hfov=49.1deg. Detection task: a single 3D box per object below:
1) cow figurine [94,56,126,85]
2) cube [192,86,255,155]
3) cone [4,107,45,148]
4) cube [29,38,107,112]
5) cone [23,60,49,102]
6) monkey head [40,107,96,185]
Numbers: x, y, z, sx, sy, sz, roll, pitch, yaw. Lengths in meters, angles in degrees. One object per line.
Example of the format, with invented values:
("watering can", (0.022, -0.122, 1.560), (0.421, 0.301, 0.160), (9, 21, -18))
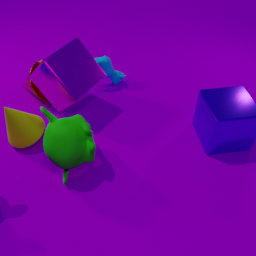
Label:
("cow figurine", (-0.528, -1.689, 8.157), (0.883, 0.897, 0.492), (-14, 33, -12))
("cube", (2.281, -0.190, 6.577), (1.112, 1.112, 1.112), (-6, 46, -6))
("cone", (-2.540, -0.184, 6.358), (0.943, 0.947, 0.943), (-7, 55, 10))
("cube", (-1.535, -1.315, 7.152), (1.192, 1.192, 1.192), (-48, 17, -32))
("cone", (-2.662, -1.271, 8.038), (1.162, 1.158, 1.158), (-3, 38, 36))
("monkey head", (-1.247, 0.273, 5.971), (1.023, 1.698, 1.221), (-15, 11, -5))
